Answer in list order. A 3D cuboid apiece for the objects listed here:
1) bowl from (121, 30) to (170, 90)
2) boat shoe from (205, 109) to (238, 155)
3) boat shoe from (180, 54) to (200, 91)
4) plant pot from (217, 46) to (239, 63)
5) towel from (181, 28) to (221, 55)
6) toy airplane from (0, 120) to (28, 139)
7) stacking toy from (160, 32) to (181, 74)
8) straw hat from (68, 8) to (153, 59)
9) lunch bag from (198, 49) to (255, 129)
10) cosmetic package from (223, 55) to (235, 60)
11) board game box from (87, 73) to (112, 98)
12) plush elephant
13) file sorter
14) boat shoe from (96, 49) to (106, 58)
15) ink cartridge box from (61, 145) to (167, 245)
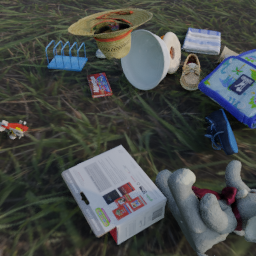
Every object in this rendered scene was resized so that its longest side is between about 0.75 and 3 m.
[{"bbox_3d":[0.836,-2.691,10.954,2.255,2.255,1.013,34,39,31],"label":"bowl"},{"bbox_3d":[2.853,0.211,8.735,0.777,0.953,2.264,-22,18,19],"label":"boat shoe"},{"bbox_3d":[2.579,-2.353,11.539,0.785,0.737,2.131,4,42,5],"label":"boat shoe"},{"bbox_3d":[4.499,-3.159,12.506,0.715,0.781,0.781,25,47,10],"label":"plant pot"},{"bbox_3d":[3.766,-4.437,14.183,1.810,0.293,2.464,11,43,11],"label":"towel"},{"bbox_3d":[-3.722,0.057,8.969,0.879,0.623,0.882,7,8,-10],"label":"toy airplane"},{"bbox_3d":[0.992,-3.160,12.204,2.319,1.695,1.695,3,39,32],"label":"stacking toy"},{"bbox_3d":[-0.427,-2.674,8.374,2.629,1.113,2.629,-7,35,5],"label":"straw hat"},{"bbox_3d":[4.262,-1.306,9.580,2.896,1.846,2.463,-24,47,-21],"label":"lunch bag"},{"bbox_3d":[4.301,-2.589,11.824,0.528,0.626,1.171,5,38,6],"label":"cosmetic package"},{"bbox_3d":[-1.165,-1.750,11.322,0.776,0.147,1.508,-11,43,-10],"label":"board game box"},{"bbox_3d":[2.124,1.699,6.105,2.067,2.199,2.670,-26,76,-8],"label":"plush elephant"},{"bbox_3d":[-2.716,-3.234,12.374,1.525,0.936,1.058,7,42,8],"label":"file sorter"},{"bbox_3d":[-0.974,-4.037,13.423,0.689,0.704,1.976,16,44,16],"label":"boat shoe"},{"bbox_3d":[-0.408,1.659,7.002,1.823,0.871,2.077,-22,47,-23],"label":"ink cartridge box"}]
